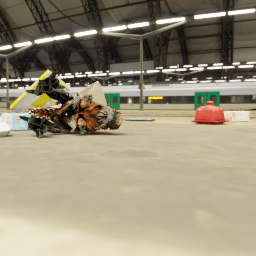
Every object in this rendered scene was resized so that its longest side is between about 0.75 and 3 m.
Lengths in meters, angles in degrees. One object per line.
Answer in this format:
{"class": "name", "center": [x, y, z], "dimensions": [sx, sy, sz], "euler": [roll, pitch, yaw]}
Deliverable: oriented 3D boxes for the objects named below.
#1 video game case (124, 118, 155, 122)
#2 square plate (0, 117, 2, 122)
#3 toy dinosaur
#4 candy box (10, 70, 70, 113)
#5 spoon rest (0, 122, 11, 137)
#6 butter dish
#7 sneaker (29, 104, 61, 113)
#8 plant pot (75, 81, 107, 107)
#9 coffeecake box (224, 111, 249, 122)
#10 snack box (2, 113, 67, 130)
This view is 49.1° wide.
{"class": "video game case", "center": [0.600, -0.403, 14.020], "dimensions": [1.340, 0.127, 0.957], "euler": [0, 4, 17]}
{"class": "square plate", "center": [-5.698, -0.447, 14.031], "dimensions": [1.509, 0.215, 1.494], "euler": [2, 4, 29]}
{"class": "toy dinosaur", "center": [-1.567, -0.277, 7.137], "dimensions": [2.849, 1.455, 1.933], "euler": [-18, -20, 27]}
{"class": "candy box", "center": [-3.624, -1.246, 11.567], "dimensions": [1.185, 2.318, 0.306], "euler": [41, 19, -36]}
{"class": "spoon rest", "center": [-3.073, 0.023, 6.723], "dimensions": [0.549, 0.335, 1.104], "euler": [-1, 3, -17]}
{"class": "butter dish", "center": [3.350, -0.624, 11.446], "dimensions": [1.257, 0.932, 1.261], "euler": [-5, 7, -45]}
{"class": "sneaker", "center": [-2.889, -0.504, 11.190], "dimensions": [2.204, 0.885, 0.951], "euler": [-13, 8, -9]}
{"class": "plant pot", "center": [-1.460, -0.987, 10.858], "dimensions": [1.099, 0.974, 1.100], "euler": [-24, 24, 29]}
{"class": "coffeecake box", "center": [5.046, -0.567, 13.635], "dimensions": [1.349, 0.493, 1.035], "euler": [-3, 5, -33]}
{"class": "snack box", "center": [-2.662, -0.258, 9.395], "dimensions": [2.673, 0.496, 1.553], "euler": [-3, 5, -34]}
